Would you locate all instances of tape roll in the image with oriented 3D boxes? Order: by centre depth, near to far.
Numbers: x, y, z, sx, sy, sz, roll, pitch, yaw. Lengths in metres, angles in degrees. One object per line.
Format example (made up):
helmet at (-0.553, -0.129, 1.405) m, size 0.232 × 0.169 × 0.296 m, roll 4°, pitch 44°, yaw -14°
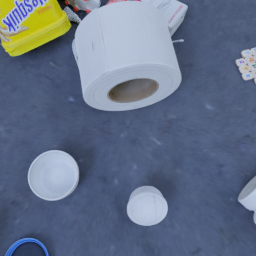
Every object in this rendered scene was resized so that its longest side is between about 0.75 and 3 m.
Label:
tape roll at (-0.029, -1.659, 7.092) m, size 2.455 × 2.455 × 1.685 m, roll -10°, pitch 73°, yaw -3°

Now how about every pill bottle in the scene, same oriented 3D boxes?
pill bottle at (3.784, 2.114, 6.418) m, size 2.312 × 1.284 × 1.284 m, roll 41°, pitch 76°, yaw 12°

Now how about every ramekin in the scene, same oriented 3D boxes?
ramekin at (0.440, 1.782, 6.552) m, size 0.932 × 0.434 × 0.932 m, roll 0°, pitch 111°, yaw -1°
ramekin at (-1.805, 1.213, 7.055) m, size 1.218 × 0.639 × 1.218 m, roll 0°, pitch 73°, yaw 1°

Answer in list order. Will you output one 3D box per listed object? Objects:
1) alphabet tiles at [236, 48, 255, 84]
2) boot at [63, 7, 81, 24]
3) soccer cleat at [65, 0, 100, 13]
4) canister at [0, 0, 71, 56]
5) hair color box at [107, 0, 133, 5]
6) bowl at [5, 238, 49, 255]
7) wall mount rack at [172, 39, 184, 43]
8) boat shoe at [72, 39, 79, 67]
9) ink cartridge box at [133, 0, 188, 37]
alphabet tiles at (3.882, -1.856, 8.400) m, size 1.169 × 0.087 × 1.196 m, roll -16°, pitch 72°, yaw -4°
boot at (-1.809, -3.457, 8.872) m, size 0.393 × 0.303 × 0.823 m, roll -44°, pitch 73°, yaw -1°
soccer cleat at (-1.988, -4.533, 8.907) m, size 2.664 × 0.923 × 1.033 m, roll 24°, pitch 70°, yaw 11°
canister at (-3.046, -3.602, 7.451) m, size 2.027 × 2.729 × 1.181 m, roll -27°, pitch 41°, yaw -3°
hair color box at (-0.221, -3.677, 8.620) m, size 0.483 × 0.838 × 1.512 m, roll 33°, pitch 75°, yaw 11°
bowl at (-2.386, 3.162, 6.636) m, size 1.047 × 0.205 × 1.047 m, roll 0°, pitch 72°, yaw 0°
wall mount rack at (0.911, -2.388, 8.350) m, size 1.193 × 0.512 × 1.373 m, roll 25°, pitch 72°, yaw 8°
boat shoe at (-1.362, -2.127, 8.271) m, size 0.526 × 0.501 × 1.461 m, roll -9°, pitch 72°, yaw -3°
ink cartridge box at (0.893, -3.520, 8.634) m, size 1.514 × 0.631 × 1.100 m, roll 31°, pitch 68°, yaw 10°
